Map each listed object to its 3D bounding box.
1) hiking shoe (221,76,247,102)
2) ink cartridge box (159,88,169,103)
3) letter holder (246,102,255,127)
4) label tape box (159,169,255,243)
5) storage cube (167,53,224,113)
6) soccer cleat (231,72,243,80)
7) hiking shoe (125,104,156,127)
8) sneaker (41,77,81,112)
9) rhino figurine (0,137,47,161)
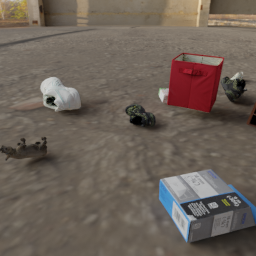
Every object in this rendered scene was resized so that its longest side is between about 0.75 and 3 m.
[{"bbox_3d":[4.204,-1.633,11.021,0.833,0.627,1.655,-28,28,23],"label":"hiking shoe"},{"bbox_3d":[1.531,-1.233,10.723,0.558,0.336,0.768,4,27,-10],"label":"ink cartridge box"},{"bbox_3d":[4.424,-0.517,8.617,1.069,0.757,1.505,24,33,21],"label":"letter holder"},{"bbox_3d":[1.550,1.291,5.074,1.651,0.522,1.190,-8,26,-16],"label":"label tape box"},{"bbox_3d":[2.298,-1.587,9.478,1.478,1.555,1.729,13,26,20],"label":"storage cube"},{"bbox_3d":[5.241,-2.451,13.494,1.005,0.390,0.348,-23,33,-40],"label":"soccer cleat"},{"bbox_3d":[0.250,-0.403,8.841,0.657,0.495,1.306,-15,29,-36],"label":"hiking shoe"},{"bbox_3d":[-2.745,-1.254,10.294,1.000,0.878,2.496,-22,33,-34],"label":"sneaker"},{"bbox_3d":[-2.534,0.526,6.757,1.190,0.356,0.520,-4,53,-28],"label":"rhino figurine"}]
